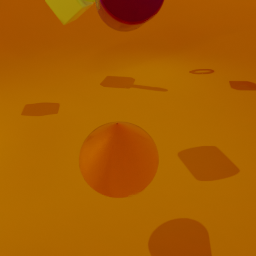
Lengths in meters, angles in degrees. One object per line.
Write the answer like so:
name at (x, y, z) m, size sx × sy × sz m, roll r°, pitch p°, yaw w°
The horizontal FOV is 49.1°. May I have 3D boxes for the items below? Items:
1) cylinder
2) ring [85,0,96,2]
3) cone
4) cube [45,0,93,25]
cylinder at (-0.003, -2.324, 4.912) m, size 1.105 × 1.105 × 1.105 m, roll -5°, pitch 14°, yaw -7°
ring at (-1.221, -4.751, 8.866) m, size 1.478 × 1.478 × 0.296 m, roll 10°, pitch 45°, yaw 16°
cone at (-0.124, 0.196, 3.567) m, size 1.162 × 1.166 × 1.162 m, roll 0°, pitch 65°, yaw -1°
cube at (-2.041, -4.437, 9.852) m, size 1.014 × 1.014 × 1.014 m, roll -28°, pitch 19°, yaw 32°
